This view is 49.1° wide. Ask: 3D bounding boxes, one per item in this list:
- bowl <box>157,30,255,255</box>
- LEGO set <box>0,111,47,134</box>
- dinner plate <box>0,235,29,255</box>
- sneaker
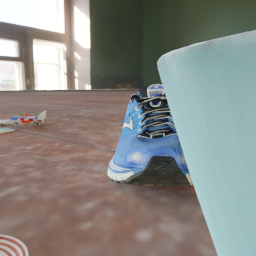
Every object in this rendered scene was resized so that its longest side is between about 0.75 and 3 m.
[{"bbox_3d":[1.626,0.399,1.436,2.975,1.556,2.975,0,10,0],"label":"bowl"},{"bbox_3d":[-3.699,-0.277,8.607,1.698,0.558,2.273,9,12,26],"label":"LEGO set"},{"bbox_3d":[-1.195,1.041,1.992,0.930,0.113,0.930,1,10,0],"label":"dinner plate"},{"bbox_3d":[0.323,-0.013,4.342,1.162,1.319,2.960,3,13,-2],"label":"sneaker"}]
